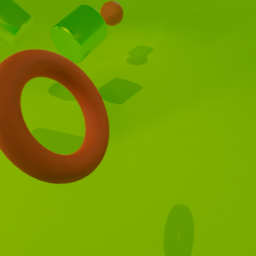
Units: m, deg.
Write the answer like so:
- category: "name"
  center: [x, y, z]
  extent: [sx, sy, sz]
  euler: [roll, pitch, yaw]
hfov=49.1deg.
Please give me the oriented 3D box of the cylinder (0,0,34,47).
- category: "cylinder"
  center: [-3.115, -2.791, 7.246]
  extent: [0.965, 0.965, 0.965]
  euler: [37, 42, -16]

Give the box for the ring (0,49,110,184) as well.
- category: "ring"
  center: [-0.676, -0.127, 2.675]
  extent: [0.264, 1.320, 1.320]
  euler: [-21, 30, 36]

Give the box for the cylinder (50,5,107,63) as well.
- category: "cylinder"
  center: [-1.308, -2.533, 7.554]
  extent: [1.110, 1.110, 1.110]
  euler: [25, 61, 25]

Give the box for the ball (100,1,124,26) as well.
- category: "ball"
  center: [-0.531, -3.766, 9.214]
  extent: [0.769, 0.769, 0.769]
  euler: [0, 43, 0]
